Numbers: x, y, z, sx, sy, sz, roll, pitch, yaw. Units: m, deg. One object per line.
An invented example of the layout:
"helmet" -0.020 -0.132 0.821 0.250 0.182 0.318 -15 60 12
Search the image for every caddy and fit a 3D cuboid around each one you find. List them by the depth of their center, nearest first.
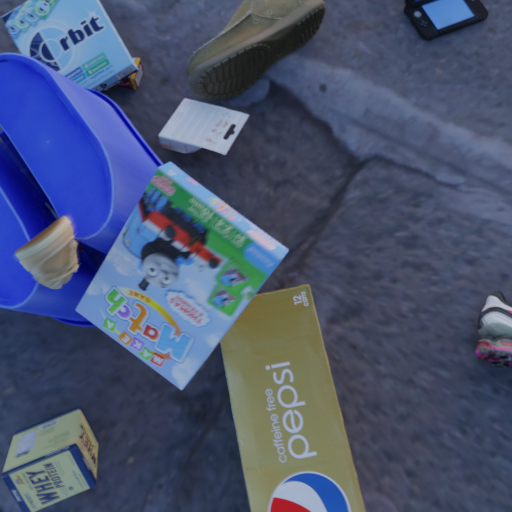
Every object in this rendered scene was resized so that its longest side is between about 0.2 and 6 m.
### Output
"caddy" -2.922 -0.905 8.300 2.912 2.162 4.120 -41 70 8

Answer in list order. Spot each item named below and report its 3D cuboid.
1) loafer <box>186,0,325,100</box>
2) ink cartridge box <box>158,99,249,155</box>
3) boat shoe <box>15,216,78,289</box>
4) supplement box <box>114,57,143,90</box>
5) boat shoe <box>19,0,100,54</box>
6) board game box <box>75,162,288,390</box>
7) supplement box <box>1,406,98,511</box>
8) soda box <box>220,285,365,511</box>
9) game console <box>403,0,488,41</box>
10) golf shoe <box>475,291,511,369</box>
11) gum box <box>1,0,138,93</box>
"loafer" -0.116 -3.825 9.928 3.033 1.153 1.023 -37 73 -23
"ink cartridge box" -0.874 -2.132 9.515 1.257 0.315 1.019 19 60 13
"boat shoe" -2.219 0.034 6.168 0.643 1.783 0.579 -43 100 -25
"supplement box" -2.454 -3.320 10.080 0.715 0.369 0.468 12 73 4
"boat shoe" -3.656 -4.230 10.330 1.811 0.647 0.595 -46 47 -2
"board game box" -0.970 0.312 6.817 1.737 0.420 2.297 36 115 1
"supplement box" -2.697 2.692 7.452 0.980 0.979 0.658 -21 111 -6
"soda box" 0.483 2.629 7.329 1.362 1.441 4.254 -11 70 -4
"game console" 3.550 -4.918 10.425 1.428 0.831 1.256 -22 71 -7
"golf shoe" 4.548 1.208 8.133 2.531 0.919 1.165 13 70 5
"gum box" -3.201 -3.647 9.660 1.586 0.416 1.866 -29 89 4
